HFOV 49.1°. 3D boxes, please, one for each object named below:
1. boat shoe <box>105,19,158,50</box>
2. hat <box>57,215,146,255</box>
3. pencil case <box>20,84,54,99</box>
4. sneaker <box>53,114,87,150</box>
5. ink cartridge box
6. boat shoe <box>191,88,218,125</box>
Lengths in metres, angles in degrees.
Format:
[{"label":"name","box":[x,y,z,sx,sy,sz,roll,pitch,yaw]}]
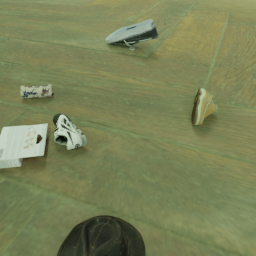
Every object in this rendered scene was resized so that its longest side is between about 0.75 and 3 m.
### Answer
[{"label":"boat shoe","box":[0.170,-4.270,13.209,2.758,0.942,1.018,-7,40,34]},{"label":"hat","box":[-0.478,2.063,4.836,1.716,0.692,1.716,1,36,-1]},{"label":"pencil case","box":[-3.122,-1.250,9.548,1.109,0.432,0.496,-4,28,-6]},{"label":"sneaker","box":[-1.794,0.085,7.630,0.657,0.550,1.485,-24,42,-32]},{"label":"ink cartridge box","box":[-2.763,0.433,7.370,1.229,0.308,1.416,-5,37,-7]},{"label":"boat shoe","box":[2.410,-0.658,8.612,0.720,0.678,1.891,20,39,7]}]
